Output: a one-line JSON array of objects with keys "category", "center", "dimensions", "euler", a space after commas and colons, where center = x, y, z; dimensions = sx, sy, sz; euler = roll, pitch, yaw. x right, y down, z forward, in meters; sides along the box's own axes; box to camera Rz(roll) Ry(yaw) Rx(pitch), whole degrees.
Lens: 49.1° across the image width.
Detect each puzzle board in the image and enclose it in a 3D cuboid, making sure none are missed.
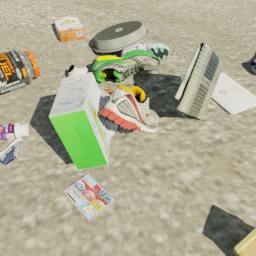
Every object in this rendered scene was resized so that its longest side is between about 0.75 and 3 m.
[{"category": "puzzle board", "center": [-1.144, 1.947, 8.083], "dimensions": [0.971, 0.112, 1.288], "euler": [-33, 52, -29]}]

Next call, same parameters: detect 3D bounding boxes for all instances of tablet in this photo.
[{"category": "tablet", "center": [4.099, -1.494, 11.552], "dimensions": [1.562, 0.164, 2.401], "euler": [-20, 46, -17]}]

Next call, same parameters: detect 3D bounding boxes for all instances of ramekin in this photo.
[{"category": "ramekin", "center": [-1.465, -0.503, 9.865], "dimensions": [2.202, 1.156, 2.202], "euler": [0, 44, 0]}]

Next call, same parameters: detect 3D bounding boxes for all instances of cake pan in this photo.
[{"category": "cake pan", "center": [-0.421, -4.638, 14.009], "dimensions": [2.909, 0.533, 2.909], "euler": [-12, 34, 8]}]

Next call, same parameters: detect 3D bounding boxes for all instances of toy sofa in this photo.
[{"category": "toy sofa", "center": [3.581, 3.361, 6.140], "dimensions": [1.008, 1.187, 2.433], "euler": [-41, 53, -4]}]

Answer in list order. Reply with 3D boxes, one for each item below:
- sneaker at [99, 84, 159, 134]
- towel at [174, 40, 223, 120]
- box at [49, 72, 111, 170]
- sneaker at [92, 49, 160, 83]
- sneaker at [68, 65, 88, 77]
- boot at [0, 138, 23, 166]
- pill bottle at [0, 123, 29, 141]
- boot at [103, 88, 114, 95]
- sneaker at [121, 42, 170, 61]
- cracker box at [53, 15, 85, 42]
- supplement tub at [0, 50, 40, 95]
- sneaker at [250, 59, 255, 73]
[{"category": "sneaker", "center": [0.315, -0.527, 8.012], "dimensions": [1.066, 1.126, 2.740], "euler": [28, 8, 23]}, {"category": "towel", "center": [2.421, -1.477, 9.513], "dimensions": [0.402, 2.328, 2.241], "euler": [23, 6, 33]}, {"category": "box", "center": [-1.160, -0.198, 7.657], "dimensions": [0.956, 1.978, 1.746], "euler": [-11, 41, 8]}, {"category": "sneaker", "center": [-0.070, -2.496, 12.131], "dimensions": [2.945, 1.149, 1.255], "euler": [-10, 52, 2]}, {"category": "sneaker", "center": [-2.207, -2.560, 12.368], "dimensions": [0.415, 0.632, 1.099], "euler": [27, 50, 25]}, {"category": "boot", "center": [-3.727, 0.800, 9.137], "dimensions": [0.464, 0.374, 1.028], "euler": [31, 59, 19]}, {"category": "pill bottle", "center": [-3.999, 0.124, 9.628], "dimensions": [1.051, 0.585, 0.585], "euler": [-7, 44, -7]}, {"category": "boot", "center": [-0.705, -1.487, 11.524], "dimensions": [0.784, 0.294, 0.420], "euler": [1, 39, 2]}, {"category": "sneaker", "center": [0.757, -3.925, 13.588], "dimensions": [2.320, 0.902, 1.623], "euler": [-5, 45, -6]}, {"category": "cracker box", "center": [-3.257, -5.504, 15.454], "dimensions": [1.339, 0.577, 2.000], "euler": [-15, 45, -15]}, {"category": "supplement tub", "center": [-4.991, -2.255, 11.431], "dimensions": [2.451, 1.502, 1.502], "euler": [-29, 51, -26]}, {"category": "sneaker", "center": [6.385, -3.198, 12.909], "dimensions": [1.334, 0.848, 2.340], "euler": [10, 45, 15]}]
